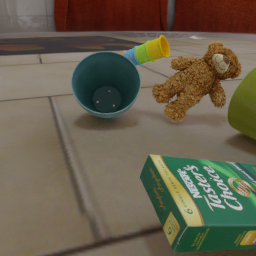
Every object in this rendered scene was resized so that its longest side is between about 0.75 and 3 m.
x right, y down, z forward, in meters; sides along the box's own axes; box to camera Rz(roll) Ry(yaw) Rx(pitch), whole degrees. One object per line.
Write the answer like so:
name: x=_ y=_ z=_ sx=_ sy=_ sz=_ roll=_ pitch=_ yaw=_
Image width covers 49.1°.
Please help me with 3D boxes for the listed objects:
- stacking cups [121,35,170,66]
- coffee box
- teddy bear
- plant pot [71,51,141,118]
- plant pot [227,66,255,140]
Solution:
stacking cups: x=0.156 y=-2.453 z=9.544 sx=2.458 sy=0.743 sz=0.743 roll=-7 pitch=17 yaw=32
coffee box: x=1.498 y=1.088 z=4.251 sx=2.372 sy=0.522 sz=1.458 roll=8 pitch=29 yaw=-20
teddy bear: x=2.168 y=-1.491 z=8.916 sx=2.963 sy=2.148 sz=0.989 roll=-20 pitch=-18 yaw=14
plant pot: x=-0.718 y=-1.227 z=9.412 sx=2.179 sy=2.179 sz=1.468 roll=-2 pitch=-18 yaw=-4
plant pot: x=4.222 y=-0.280 z=7.021 sx=2.248 sy=2.248 sz=2.403 roll=-12 pitch=38 yaw=-26
